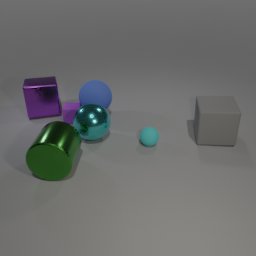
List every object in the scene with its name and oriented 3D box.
[{"bbox_3d":[3.288,-0.300,10.536,1.400,1.400,1.400,1,32,7],"label":"cube"},{"bbox_3d":[0.788,0.309,10.289,0.700,0.700,0.700,0,30,0],"label":"ball"},{"bbox_3d":[-2.306,0.700,8.877,1.400,1.400,1.400,2,30,4],"label":"cylinder"},{"bbox_3d":[-3.816,-1.403,12.488,1.400,1.400,1.400,-8,27,-14],"label":"cube"},{"bbox_3d":[-1.370,-1.310,11.810,1.400,1.400,1.400,0,30,0],"label":"ball"},{"bbox_3d":[-2.363,-0.633,11.944,0.700,0.700,0.700,1,30,1],"label":"cube"},{"bbox_3d":[-1.348,-0.233,10.504,1.400,1.400,1.400,0,30,0],"label":"ball"}]
